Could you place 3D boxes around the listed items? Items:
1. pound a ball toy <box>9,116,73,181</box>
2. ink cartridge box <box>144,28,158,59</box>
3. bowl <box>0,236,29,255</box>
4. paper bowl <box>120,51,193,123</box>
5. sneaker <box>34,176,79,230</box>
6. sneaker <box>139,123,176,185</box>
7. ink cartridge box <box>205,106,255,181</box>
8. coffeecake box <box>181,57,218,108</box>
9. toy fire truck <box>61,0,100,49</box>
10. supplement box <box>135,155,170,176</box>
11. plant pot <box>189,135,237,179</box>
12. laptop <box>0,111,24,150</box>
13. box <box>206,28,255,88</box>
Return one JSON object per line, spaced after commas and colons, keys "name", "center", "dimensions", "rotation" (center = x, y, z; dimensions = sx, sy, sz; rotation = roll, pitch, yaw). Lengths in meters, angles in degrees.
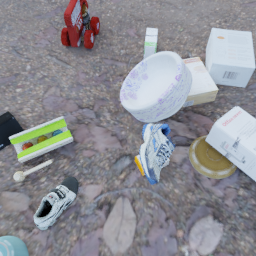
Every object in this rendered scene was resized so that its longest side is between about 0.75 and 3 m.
{"name": "pound a ball toy", "center": [-3.364, 0.821, 10.854], "dimensions": [2.520, 1.071, 1.643], "rotation": [-24, 85, -15]}
{"name": "ink cartridge box", "center": [1.140, -4.154, 14.018], "dimensions": [0.586, 1.015, 1.396], "rotation": [6, 56, 4]}
{"name": "bowl", "center": [-3.997, 4.066, 8.640], "dimensions": [1.605, 0.840, 1.605], "rotation": [0, 55, 1]}
{"name": "paper bowl", "center": [1.251, -1.553, 11.514], "dimensions": [2.953, 1.536, 2.953], "rotation": [-27, 42, 27]}
{"name": "sneaker", "center": [-2.441, 2.466, 9.676], "dimensions": [0.771, 0.921, 2.080], "rotation": [23, 58, 16]}
{"name": "sneaker", "center": [0.876, 0.610, 8.032], "dimensions": [0.920, 0.832, 2.160], "rotation": [-11, 44, 17]}
{"name": "ink cartridge box", "center": [4.524, 0.538, 10.626], "dimensions": [1.819, 1.028, 2.483], "rotation": [-31, 62, -35]}
{"name": "coffeecake box", "center": [2.832, -2.130, 12.795], "dimensions": [1.664, 0.792, 2.167], "rotation": [-12, 57, -8]}
{"name": "toy fire truck", "center": [-2.461, -5.503, 14.118], "dimensions": [1.563, 2.341, 2.788], "rotation": [9, 57, 6]}
{"name": "supplement box", "center": [0.920, 1.256, 10.761], "dimensions": [1.141, 0.419, 0.719], "rotation": [-21, 59, -13]}
{"name": "plant pot", "center": [3.380, 1.047, 11.003], "dimensions": [1.943, 0.267, 1.943], "rotation": [0, 56, 0]}
{"name": "laptop", "center": [-5.214, 0.074, 11.765], "dimensions": [1.252, 0.730, 1.413], "rotation": [-36, 38, -22]}
{"name": "box", "center": [4.771, -3.355, 13.292], "dimensions": [1.897, 1.325, 2.492], "rotation": [8, 57, 6]}
